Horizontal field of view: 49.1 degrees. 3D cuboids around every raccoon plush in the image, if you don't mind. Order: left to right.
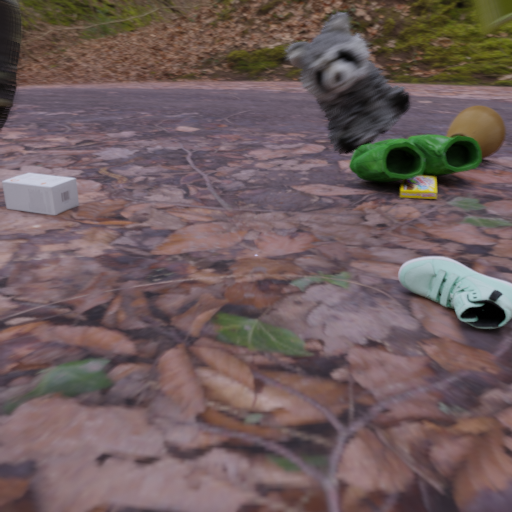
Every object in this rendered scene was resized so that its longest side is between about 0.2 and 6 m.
[{"bbox_3d":[1.430,-3.220,10.605,1.570,2.175,3.245,-39,16,0],"label":"raccoon plush"}]

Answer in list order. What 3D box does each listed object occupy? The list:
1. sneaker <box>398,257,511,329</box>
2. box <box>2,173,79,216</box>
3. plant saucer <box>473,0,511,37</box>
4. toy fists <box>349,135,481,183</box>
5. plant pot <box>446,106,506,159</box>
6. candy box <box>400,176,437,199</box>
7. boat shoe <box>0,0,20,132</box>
[{"bbox_3d":[2.797,0.503,7.998,1.780,0.655,1.050,15,20,28],"label":"sneaker"},{"bbox_3d":[-4.952,-1.436,12.905,1.399,0.682,0.870,9,24,20],"label":"box"},{"bbox_3d":[2.588,-2.733,5.949,0.580,0.581,0.139,-34,23,-15],"label":"plant saucer"},{"bbox_3d":[4.167,-2.635,15.004,3.477,1.195,1.772,-11,5,-21],"label":"toy fists"},{"bbox_3d":[6.508,-3.575,17.193,1.686,1.686,1.810,16,33,34],"label":"plant pot"},{"bbox_3d":[4.175,-1.778,14.379,0.873,0.226,1.708,6,22,14],"label":"candy box"},{"bbox_3d":[-3.223,-1.986,6.655,0.794,2.221,0.730,2,32,-51],"label":"boat shoe"}]
